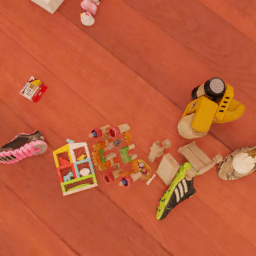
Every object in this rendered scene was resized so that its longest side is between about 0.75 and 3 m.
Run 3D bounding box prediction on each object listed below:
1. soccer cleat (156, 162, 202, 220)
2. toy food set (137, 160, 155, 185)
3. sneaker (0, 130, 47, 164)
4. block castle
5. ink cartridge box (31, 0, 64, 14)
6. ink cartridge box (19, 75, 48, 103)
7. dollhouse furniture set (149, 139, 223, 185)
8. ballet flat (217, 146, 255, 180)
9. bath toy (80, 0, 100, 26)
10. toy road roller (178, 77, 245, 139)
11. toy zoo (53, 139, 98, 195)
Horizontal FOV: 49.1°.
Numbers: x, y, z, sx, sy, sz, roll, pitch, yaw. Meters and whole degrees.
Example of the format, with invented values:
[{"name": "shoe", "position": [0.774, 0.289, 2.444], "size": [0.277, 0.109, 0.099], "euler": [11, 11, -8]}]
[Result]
[{"name": "soccer cleat", "position": [1.940, 2.466, 10.556], "size": [1.002, 0.835, 2.472], "euler": [33, 79, -2]}, {"name": "toy food set", "position": [0.545, 1.690, 10.810], "size": [1.027, 0.336, 0.604], "euler": [46, 109, 12]}, {"name": "sneaker", "position": [-4.296, 0.678, 11.009], "size": [2.196, 0.867, 1.047], "euler": [-15, 59, -5]}, {"name": "block castle", "position": [-0.524, 0.970, 10.068], "size": [1.028, 1.465, 2.192], "euler": [-23, 104, -40]}, {"name": "ink cartridge box", "position": [-3.377, -6.352, 12.332], "size": [1.447, 0.840, 2.006], "euler": [33, 80, 6]}, {"name": "ink cartridge box", "position": [-3.887, -1.593, 11.592], "size": [0.771, 0.368, 0.878], "euler": [30, 79, 5]}, {"name": "dollhouse furniture set", "position": [2.204, 1.217, 11.043], "size": [2.209, 1.079, 1.884], "euler": [-18, 53, -31]}, {"name": "ballet flat", "position": [4.859, 1.101, 10.650], "size": [2.980, 1.122, 1.011], "euler": [-22, 80, -4]}, {"name": "bath toy", "position": [-1.678, -5.426, 12.227], "size": [0.813, 0.691, 1.869], "euler": [12, 79, 3]}, {"name": "toy road roller", "position": [3.277, -0.558, 10.816], "size": [1.866, 1.571, 2.556], "euler": [29, 79, -6]}, {"name": "toy zoo", "position": [-2.111, 1.440, 11.014], "size": [1.371, 0.214, 2.090], "euler": [-17, 81, -3]}]
